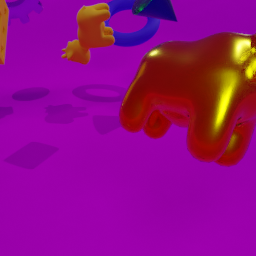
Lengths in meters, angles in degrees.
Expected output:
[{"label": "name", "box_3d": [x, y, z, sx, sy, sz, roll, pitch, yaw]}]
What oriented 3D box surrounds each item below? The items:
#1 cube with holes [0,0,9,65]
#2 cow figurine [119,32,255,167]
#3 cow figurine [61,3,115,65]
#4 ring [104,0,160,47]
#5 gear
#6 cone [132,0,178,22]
[{"label": "cube with holes", "box_3d": [-2.057, -1.381, 3.445, 0.856, 0.856, 0.856, 1, -14, -8]}, {"label": "cow figurine", "box_3d": [0.806, -0.523, 2.243, 1.641, 1.615, 0.901, 22, 3, 38]}, {"label": "cow figurine", "box_3d": [-1.153, -2.482, 7.512, 1.539, 1.564, 0.859, -10, 48, 1]}, {"label": "ring", "box_3d": [0.003, -3.361, 8.778, 2.016, 0.403, 2.016, -2, 63, 3]}, {"label": "gear", "box_3d": [-3.038, -3.605, 6.958, 1.999, 1.999, 0.370, -11, 45, -17]}, {"label": "cone", "box_3d": [0.857, -2.972, 6.971, 1.097, 1.093, 1.093, 28, 18, -29]}]
